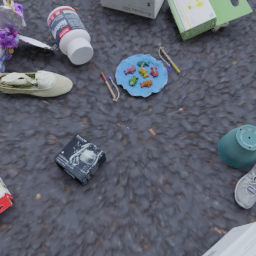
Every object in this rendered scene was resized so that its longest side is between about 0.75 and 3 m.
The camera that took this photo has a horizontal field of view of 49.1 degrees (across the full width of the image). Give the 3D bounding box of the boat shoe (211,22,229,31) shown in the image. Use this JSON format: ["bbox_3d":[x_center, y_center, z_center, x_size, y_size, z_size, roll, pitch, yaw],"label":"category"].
[{"bbox_3d":[3.352,-3.938,10.868,1.098,0.389,0.383,0,93,-4],"label":"boat shoe"}]

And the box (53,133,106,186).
[{"bbox_3d":[-1.424,0.950,8.452,1.107,0.686,1.088,34,68,14],"label":"box"}]

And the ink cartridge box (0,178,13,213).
[{"bbox_3d":[-3.915,1.948,8.121,0.759,0.439,1.306,-36,70,-15],"label":"ink cartridge box"}]

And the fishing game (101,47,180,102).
[{"bbox_3d":[0.471,-1.933,9.916,2.654,0.413,1.900,-22,65,-9],"label":"fishing game"}]

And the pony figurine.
[{"bbox_3d":[-4.199,-3.167,9.747,2.675,2.307,2.771,33,85,24],"label":"pony figurine"}]

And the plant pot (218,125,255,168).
[{"bbox_3d":[3.466,0.489,8.414,1.188,1.116,1.188,0,66,0],"label":"plant pot"}]

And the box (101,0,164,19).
[{"bbox_3d":[0.383,-5.928,10.947,2.423,1.592,2.436,19,68,14],"label":"box"}]

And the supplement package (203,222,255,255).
[{"bbox_3d":[3.227,3.889,6.627,1.491,1.548,2.722,-34,70,-15],"label":"supplement package"}]

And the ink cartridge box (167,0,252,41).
[{"bbox_3d":[3.015,-4.670,10.591,2.645,0.634,1.925,-21,65,14],"label":"ink cartridge box"}]

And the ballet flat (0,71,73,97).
[{"bbox_3d":[-3.224,-1.553,9.489,2.580,0.896,0.896,-2,66,-1],"label":"ballet flat"}]

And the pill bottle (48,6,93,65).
[{"bbox_3d":[-2.030,-3.303,10.098,1.158,1.158,1.937,-25,68,-11],"label":"pill bottle"}]

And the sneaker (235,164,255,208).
[{"bbox_3d":[3.741,1.500,8.156,0.678,0.744,1.816,34,70,14],"label":"sneaker"}]
